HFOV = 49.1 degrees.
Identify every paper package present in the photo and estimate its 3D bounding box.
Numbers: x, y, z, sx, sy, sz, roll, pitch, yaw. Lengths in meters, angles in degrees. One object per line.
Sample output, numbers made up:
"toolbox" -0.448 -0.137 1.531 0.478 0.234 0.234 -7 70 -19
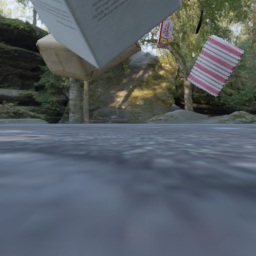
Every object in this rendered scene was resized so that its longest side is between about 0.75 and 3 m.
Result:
"paper package" -1.460 -3.103 10.429 2.736 1.485 2.870 -38 35 -25

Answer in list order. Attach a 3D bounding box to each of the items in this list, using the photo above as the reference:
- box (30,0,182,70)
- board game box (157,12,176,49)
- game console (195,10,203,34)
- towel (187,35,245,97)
"box" -0.623 -2.867 5.600 2.292 2.280 1.963 39 -15 42
"board game box" 1.145 -3.152 8.125 0.356 1.539 1.166 9 9 2
"game console" 2.797 -4.156 10.894 0.116 0.960 0.566 15 -24 4
"towel" 3.056 -2.165 9.901 1.339 1.830 0.274 39 32 24
